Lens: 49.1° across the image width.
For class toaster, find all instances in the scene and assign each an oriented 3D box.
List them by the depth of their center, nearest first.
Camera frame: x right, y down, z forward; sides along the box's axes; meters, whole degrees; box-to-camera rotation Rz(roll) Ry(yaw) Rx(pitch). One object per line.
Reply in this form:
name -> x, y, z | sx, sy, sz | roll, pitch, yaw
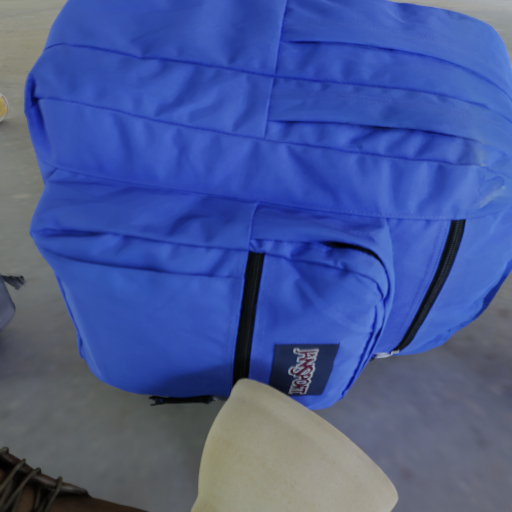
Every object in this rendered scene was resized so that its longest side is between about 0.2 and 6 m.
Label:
toaster -> -4.112, 0.821, 7.137 | 2.066, 1.174, 1.334 | -2, 35, 7

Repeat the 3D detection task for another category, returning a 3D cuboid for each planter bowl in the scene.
planter bowl -> 0.166, 2.075, 4.865 | 1.727, 1.727, 1.163 | 25, 62, 34

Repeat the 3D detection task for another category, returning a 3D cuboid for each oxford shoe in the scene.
oxford shoe -> -1.828, 2.327, 4.425 | 3.600, 1.520, 1.308 | 4, 30, 4

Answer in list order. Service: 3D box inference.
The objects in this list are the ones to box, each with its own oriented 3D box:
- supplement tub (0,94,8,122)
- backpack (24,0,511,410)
supplement tub -> -7.280, -3.893, 15.063 | 0.890, 0.890, 1.224 | -2, 32, -3
backpack -> 0.414, -0.466, 6.674 | 5.135, 4.173, 4.309 | 4, 57, -1
